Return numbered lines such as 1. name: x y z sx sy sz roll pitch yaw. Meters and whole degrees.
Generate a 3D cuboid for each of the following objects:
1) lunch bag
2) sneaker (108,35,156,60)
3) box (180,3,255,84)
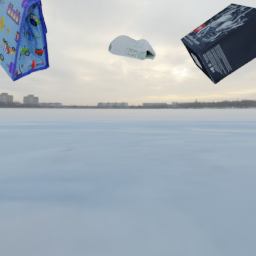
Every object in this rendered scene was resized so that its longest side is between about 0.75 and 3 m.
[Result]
1. lunch bag: -3.027 -2.897 7.222 1.233 1.973 2.620 -32 -17 -32
2. sneaker: 0.205 -2.648 9.410 1.894 0.666 0.759 -11 49 -38
3. box: 2.866 -2.592 8.359 1.945 1.112 2.136 -33 26 12
